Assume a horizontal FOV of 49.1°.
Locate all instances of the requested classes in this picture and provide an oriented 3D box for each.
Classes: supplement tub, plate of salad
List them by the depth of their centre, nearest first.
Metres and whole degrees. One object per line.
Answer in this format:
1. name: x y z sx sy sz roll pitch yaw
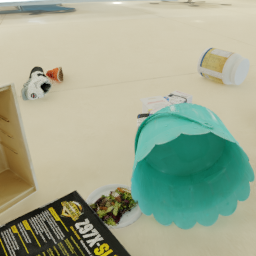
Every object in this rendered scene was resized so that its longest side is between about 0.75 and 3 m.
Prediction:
1. plate of salad: -0.281 1.555 5.856 1.248 0.300 1.248 0 32 0
2. supplement tub: 3.967 -2.573 11.730 1.291 1.291 1.785 -25 39 -35

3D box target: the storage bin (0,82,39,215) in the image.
1. storage bin: -3.308 0.614 5.205 1.214 2.590 2.571 22 37 34

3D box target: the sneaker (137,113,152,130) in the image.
1. sneaker: 1.410 0.275 7.483 2.526 0.973 0.957 10 -2 -5

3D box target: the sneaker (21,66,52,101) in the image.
1. sneaker: -3.387 -1.728 10.909 0.929 0.778 2.099 -1 41 -2

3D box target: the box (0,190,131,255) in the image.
1. box: -1.085 2.342 4.211 2.175 0.672 2.724 -20 36 -32

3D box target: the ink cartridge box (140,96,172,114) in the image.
1. ink cartridge box: 1.011 -0.489 9.031 0.858 0.506 1.490 -11 33 -17

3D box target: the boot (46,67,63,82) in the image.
1. boot: -3.172 -2.270 12.069 0.729 0.510 1.360 -10 25 -10

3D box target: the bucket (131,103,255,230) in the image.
1. bucket: 1.117 0.664 5.474 2.246 2.246 1.461 1 30 2

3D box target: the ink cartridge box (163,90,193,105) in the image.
1. ink cartridge box: 1.686 -0.908 9.813 0.725 0.422 1.002 25 39 35
